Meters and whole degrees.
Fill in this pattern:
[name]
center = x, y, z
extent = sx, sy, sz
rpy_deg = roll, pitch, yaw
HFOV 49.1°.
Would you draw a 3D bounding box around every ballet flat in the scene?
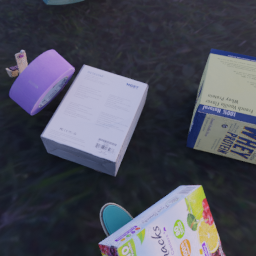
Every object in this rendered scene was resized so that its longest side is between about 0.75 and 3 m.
[ballet flat]
center = 0.079, 2.215, 5.449
extent = 0.627, 0.627, 1.805
rpy_deg = -41, 87, -23

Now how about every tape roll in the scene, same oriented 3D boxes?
[tape roll]
center = -2.088, -1.107, 6.901
extent = 0.673, 1.585, 1.585
rpy_deg = 42, 64, -7

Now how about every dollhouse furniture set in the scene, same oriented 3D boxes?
[dollhouse furniture set]
center = -2.682, -1.950, 7.976
extent = 1.024, 0.917, 1.292
rpy_deg = 28, 44, 30

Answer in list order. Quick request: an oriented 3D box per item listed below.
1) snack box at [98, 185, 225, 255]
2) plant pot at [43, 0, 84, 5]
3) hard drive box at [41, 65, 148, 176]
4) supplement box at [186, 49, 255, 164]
[snack box]
center = 0.717, 2.147, 4.837
extent = 2.196, 0.582, 1.561
rpy_deg = -21, 93, -39
[plant pot]
center = -1.843, -5.343, 8.993
extent = 2.776, 1.961, 1.962
rpy_deg = -42, 96, -29
[hard drive box]
center = -0.726, -0.252, 6.978
extent = 1.827, 0.900, 2.345
rpy_deg = 19, 60, 8
[supplement box]
center = 2.746, -0.510, 6.805
extent = 2.136, 1.434, 2.134
rpy_deg = 14, 56, 9
